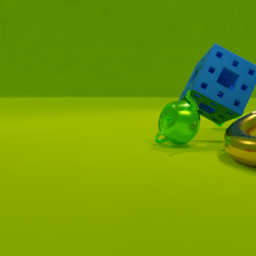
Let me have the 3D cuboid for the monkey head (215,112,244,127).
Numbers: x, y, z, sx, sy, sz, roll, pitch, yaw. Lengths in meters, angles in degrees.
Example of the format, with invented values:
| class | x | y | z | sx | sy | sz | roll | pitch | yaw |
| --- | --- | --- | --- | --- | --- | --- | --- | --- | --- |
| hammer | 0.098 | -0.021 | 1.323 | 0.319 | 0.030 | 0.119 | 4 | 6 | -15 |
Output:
| class | x | y | z | sx | sy | sz | roll | pitch | yaw |
| --- | --- | --- | --- | --- | --- | --- | --- | --- | --- |
| monkey head | 2.658 | -0.473 | 7.695 | 1.129 | 0.812 | 0.680 | 46 | 3 | 40 |

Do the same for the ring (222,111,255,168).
| class | x | y | z | sx | sy | sz | roll | pitch | yaw |
| --- | --- | --- | --- | --- | --- | --- | --- | --- | --- |
| ring | 2.308 | 0.020 | 3.813 | 1.977 | 0.395 | 1.977 | -17 | 11 | 4 |

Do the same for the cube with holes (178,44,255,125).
| class | x | y | z | sx | sy | sz | roll | pitch | yaw |
| --- | --- | --- | --- | --- | --- | --- | --- | --- | --- |
| cube with holes | 1.727 | -0.794 | 5.433 | 0.984 | 0.984 | 0.984 | 28 | -10 | -1 |

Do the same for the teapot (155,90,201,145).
| class | x | y | z | sx | sy | sz | roll | pitch | yaw |
| --- | --- | --- | --- | --- | --- | --- | --- | --- | --- |
| teapot | 0.874 | -0.148 | 4.959 | 0.644 | 1.315 | 0.818 | 13 | 43 | -24 |
